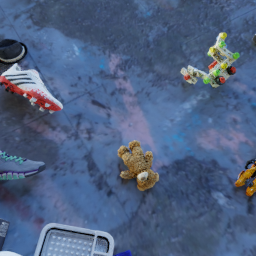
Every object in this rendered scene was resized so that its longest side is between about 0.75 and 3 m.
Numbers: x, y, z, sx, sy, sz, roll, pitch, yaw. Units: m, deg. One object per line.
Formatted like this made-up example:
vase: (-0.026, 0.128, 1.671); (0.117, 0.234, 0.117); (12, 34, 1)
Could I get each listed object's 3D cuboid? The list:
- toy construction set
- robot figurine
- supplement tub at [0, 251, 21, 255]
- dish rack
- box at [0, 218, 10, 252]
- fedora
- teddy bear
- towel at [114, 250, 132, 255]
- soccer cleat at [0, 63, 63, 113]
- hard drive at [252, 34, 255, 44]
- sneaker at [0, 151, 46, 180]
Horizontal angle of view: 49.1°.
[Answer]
toy construction set: (3.446, -2.558, 11.349); (2.512, 1.157, 1.647); (-39, 93, -9)
robot figurine: (4.327, 1.664, 9.671); (0.934, 0.375, 1.288); (42, 71, 18)
supplement tub: (-3.496, 4.564, 7.300); (1.552, 1.552, 2.150); (31, 85, 14)
dish rack: (-1.657, 4.031, 8.418); (2.292, 0.499, 1.967); (9, 65, 4)
box: (-4.786, 3.478, 8.454); (1.751, 0.912, 1.595); (7, 63, 3)
fedora: (-5.100, -3.396, 12.051); (1.421, 0.649, 1.421); (0, 64, 0)
teddy bear: (0.323, 1.253, 9.756); (1.314, 0.605, 1.812); (-9, 64, -2)
towel: (-0.119, 4.295, 8.449); (0.732, 0.246, 0.992); (-20, 65, -3)
soccer cleat: (-3.681, -1.610, 10.983); (2.966, 1.018, 1.264); (25, 70, 17)
hard drive: (6.837, -3.877, 12.446); (2.064, 0.390, 1.442); (-19, 65, -10)
sneaker: (-4.027, 1.175, 9.454); (2.360, 0.878, 1.033); (-7, 97, -4)
